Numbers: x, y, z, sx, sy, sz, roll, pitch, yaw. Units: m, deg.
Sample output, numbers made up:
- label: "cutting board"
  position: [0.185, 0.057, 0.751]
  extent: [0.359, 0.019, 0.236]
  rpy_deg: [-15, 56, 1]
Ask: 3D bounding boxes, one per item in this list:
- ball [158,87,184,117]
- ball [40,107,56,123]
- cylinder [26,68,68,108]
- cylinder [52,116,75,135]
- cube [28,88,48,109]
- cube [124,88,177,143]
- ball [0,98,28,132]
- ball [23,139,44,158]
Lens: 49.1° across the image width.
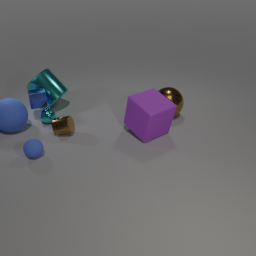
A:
- label: "ball"
  position: [1.815, -1.152, 12.683]
  extent: [1.400, 1.400, 1.400]
  rpy_deg: [0, 30, 0]
- label: "ball"
  position: [-3.514, -0.553, 12.331]
  extent: [0.700, 0.700, 0.700]
  rpy_deg: [0, 30, 0]
- label: "cylinder"
  position: [-3.828, -1.859, 13.344]
  extent: [1.400, 1.400, 1.400]
  rpy_deg: [-41, 12, 10]
- label: "cylinder"
  position: [-2.630, -0.106, 11.398]
  extent: [0.700, 0.700, 0.700]
  rpy_deg: [-9, 28, 12]
- label: "cube"
  position: [-3.965, -1.288, 12.283]
  extent: [0.700, 0.700, 0.700]
  rpy_deg: [-11, 24, -20]
- label: "cube"
  position: [0.850, -0.532, 11.226]
  extent: [1.400, 1.400, 1.400]
  rpy_deg: [-21, 49, -32]
- label: "ball"
  position: [-4.872, -0.532, 11.595]
  extent: [1.400, 1.400, 1.400]
  rpy_deg: [0, 30, 0]
- label: "ball"
  position: [-3.406, 0.731, 10.086]
  extent: [0.700, 0.700, 0.700]
  rpy_deg: [0, 30, 0]
